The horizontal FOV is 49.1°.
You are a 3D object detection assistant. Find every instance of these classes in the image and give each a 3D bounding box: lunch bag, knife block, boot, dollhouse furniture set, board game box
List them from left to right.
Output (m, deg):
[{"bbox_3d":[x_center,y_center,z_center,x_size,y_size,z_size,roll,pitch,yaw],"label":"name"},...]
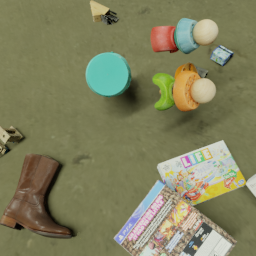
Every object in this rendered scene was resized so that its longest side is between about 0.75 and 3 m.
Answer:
[{"bbox_3d":[-4.505,0.464,10.198,0.669,0.673,0.954,41,101,17],"label":"dollhouse furniture set"},{"bbox_3d":[-2.666,2.135,9.294,2.461,0.848,2.641,13,62,4],"label":"boot"},{"bbox_3d":[-1.078,-5.304,12.840,1.153,0.420,1.314,-11,65,-6],"label":"knife block"},{"bbox_3d":[1.336,3.182,8.216,2.656,1.286,2.117,37,86,15],"label":"board game box"},{"bbox_3d":[2.735,-2.290,11.554,0.935,0.339,0.850,38,73,9],"label":"boot"},{"bbox_3d":[2.507,1.634,9.660,2.534,0.434,1.703,-19,67,-9],"label":"board game box"},{"bbox_3d":[3.992,-3.116,11.819,0.682,0.511,0.802,38,61,18],"label":"lunch bag"}]

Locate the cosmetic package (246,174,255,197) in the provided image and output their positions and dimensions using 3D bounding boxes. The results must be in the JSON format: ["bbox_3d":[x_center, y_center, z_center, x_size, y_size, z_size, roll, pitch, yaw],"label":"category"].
[{"bbox_3d":[5.085,2.321,8.630,1.457,1.048,2.582,-44,73,21],"label":"cosmetic package"}]

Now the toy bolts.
[{"bbox_3d":[1.957,-1.887,8.209,1.769,2.550,2.436,4,18,43],"label":"toy bolts"}]

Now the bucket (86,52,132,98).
[{"bbox_3d":[-0.617,-1.737,9.170,1.529,0.995,1.529,1,99,4],"label":"bucket"}]
